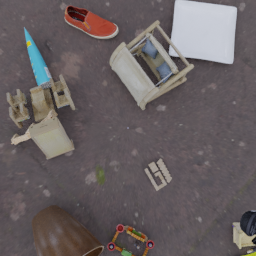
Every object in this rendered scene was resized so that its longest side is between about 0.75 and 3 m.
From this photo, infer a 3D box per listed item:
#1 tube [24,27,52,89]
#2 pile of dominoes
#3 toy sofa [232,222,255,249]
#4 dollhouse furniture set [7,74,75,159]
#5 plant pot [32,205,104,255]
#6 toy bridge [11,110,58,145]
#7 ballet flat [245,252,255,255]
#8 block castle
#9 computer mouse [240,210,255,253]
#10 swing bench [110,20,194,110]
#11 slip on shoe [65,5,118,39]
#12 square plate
[{"bbox_3d":[-3.713,-2.796,11.390,0.623,0.957,2.472,-19,77,-19],"label":"tube"},{"bbox_3d":[1.176,1.782,10.822,0.790,0.161,1.014,-29,87,-7],"label":"pile of dominoes"},{"bbox_3d":[4.592,3.834,10.138,1.511,0.737,0.626,-5,102,-1],"label":"toy sofa"},{"bbox_3d":[-3.121,-0.383,10.851,2.233,1.693,2.548,-20,56,-4],"label":"dollhouse furniture set"},{"bbox_3d":[-2.287,3.813,9.549,2.058,2.058,2.202,-39,64,-8],"label":"plant pot"},{"bbox_3d":[-3.599,0.095,10.492,2.156,0.725,0.293,-30,116,17],"label":"toy bridge"},{"bbox_3d":[4.177,4.834,9.804,2.060,0.690,0.688,-21,78,-4],"label":"ballet flat"},{"bbox_3d":[0.115,4.143,9.959,1.476,0.692,0.986,26,78,6],"label":"block castle"},{"bbox_3d":[2.929,2.462,6.703,0.358,1.554,1.091,18,92,43],"label":"computer mouse"},{"bbox_3d":[0.831,-2.401,11.017,2.366,1.535,2.353,-34,80,-7],"label":"swing bench"},{"bbox_3d":[-1.585,-4.497,11.889,2.449,0.749,0.907,23,77,4],"label":"slip on shoe"},{"bbox_3d":[3.193,-4.089,11.979,2.679,0.385,2.705,8,78,1],"label":"square plate"}]
